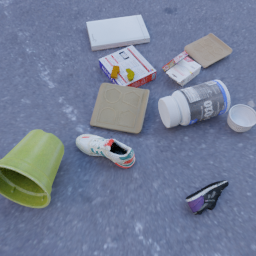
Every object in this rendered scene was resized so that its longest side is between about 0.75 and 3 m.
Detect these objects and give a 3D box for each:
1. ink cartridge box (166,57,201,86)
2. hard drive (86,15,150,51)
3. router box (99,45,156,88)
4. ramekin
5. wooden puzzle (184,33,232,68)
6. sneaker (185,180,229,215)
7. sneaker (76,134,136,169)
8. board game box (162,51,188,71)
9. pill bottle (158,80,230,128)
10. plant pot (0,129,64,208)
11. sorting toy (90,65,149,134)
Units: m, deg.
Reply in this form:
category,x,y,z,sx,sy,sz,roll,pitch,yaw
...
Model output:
category,x,y,z,sx,sy,sz,roll,pitch,yaw
ink cartridge box,2.443,-2.471,12.521,1.476,0.498,0.860,-37,64,-23
hard drive,-0.536,-4.851,14.145,2.895,0.386,1.910,-11,58,-6
router box,-0.040,-2.677,12.650,1.824,0.496,2.032,-27,61,-17
ramekin,4.472,-0.344,11.094,1.085,0.570,1.085,0,57,0
wooden puzzle,3.807,-3.659,13.390,1.712,0.396,1.586,-32,62,-14
sneaker,2.764,2.349,9.439,1.646,0.623,0.721,-23,81,-16
sneaker,-0.827,0.622,10.135,2.380,1.113,0.838,22,60,13
board game box,2.100,-2.986,12.547,0.797,1.052,0.244,-38,94,-22
pill bottle,2.543,-0.912,10.966,2.486,1.414,1.414,-17,59,-10
plant pot,-3.179,1.212,9.372,2.177,2.177,2.001,13,46,8
sorting toy,-0.226,-1.216,11.544,2.131,0.383,2.861,9,69,10
